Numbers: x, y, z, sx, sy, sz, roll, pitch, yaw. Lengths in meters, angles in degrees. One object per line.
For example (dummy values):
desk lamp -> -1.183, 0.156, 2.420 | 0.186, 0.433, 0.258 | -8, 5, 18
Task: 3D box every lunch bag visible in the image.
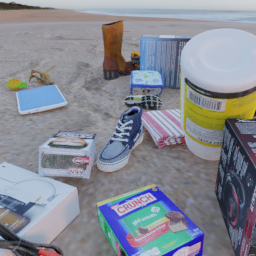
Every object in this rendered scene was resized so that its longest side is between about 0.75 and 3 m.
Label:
lunch bag -> 0.733, -1.809, 11.364 | 1.292, 0.968, 1.520 | 0, 16, -1

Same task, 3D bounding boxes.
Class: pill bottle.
pill bottle -> 1.952, -0.540, 6.168 | 1.612, 2.821, 1.612 | -5, 54, 7

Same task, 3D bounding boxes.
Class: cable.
cable -> -1.348, 1.622, 3.792 | 0.408, 1.622, 0.788 | -33, 13, 24

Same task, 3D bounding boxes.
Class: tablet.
tablet -> -3.375, -1.141, 10.746 | 1.659, 0.174, 2.550 | -14, 27, -18

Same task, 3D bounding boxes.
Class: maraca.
maraca -> -4.792, -1.876, 12.070 | 0.892, 0.477, 0.611 | 7, 42, 8

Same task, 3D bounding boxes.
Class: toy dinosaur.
toy dinosaur -> -3.965, -2.417, 13.218 | 1.262, 0.718, 2.377 | 9, 29, -26

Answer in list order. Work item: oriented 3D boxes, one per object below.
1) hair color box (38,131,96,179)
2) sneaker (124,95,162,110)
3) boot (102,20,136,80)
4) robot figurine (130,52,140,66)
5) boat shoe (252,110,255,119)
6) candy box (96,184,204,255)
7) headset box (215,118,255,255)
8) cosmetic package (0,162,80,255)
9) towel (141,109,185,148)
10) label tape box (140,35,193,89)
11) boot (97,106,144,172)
hair color box -> -1.237, 0.516, 6.172 | 0.963, 0.590, 1.945 | 4, 8, -4
sneaker -> 0.588, -1.028, 10.238 | 1.420, 0.547, 0.603 | 8, 22, 16
boot -> -0.440, -3.943, 13.894 | 0.902, 2.635, 2.481 | 21, 33, 37
robot figurine -> 1.170, -3.658, 15.379 | 2.155, 0.865, 2.972 | -5, 25, -10
boat shoe -> 3.665, -0.674, 8.749 | 2.762, 1.020, 0.833 | 17, 33, 8
candy box -> 0.308, 1.635, 4.566 | 1.203, 0.548, 1.423 | -14, 28, -25
headset box -> 2.099, 1.059, 4.423 | 0.860, 1.704, 2.293 | 2, 24, 5
cosmetic package -> -2.327, 1.610, 4.530 | 1.916, 0.657, 2.542 | 10, 27, 26
towel -> 1.715, -0.090, 8.504 | 2.556, 0.382, 1.870 | -5, 26, -17
label tape box -> 2.036, -2.848, 12.169 | 2.994, 2.159, 0.948 | 5, 24, 8
boot -> -0.181, 0.196, 7.122 | 0.771, 0.958, 2.120 | 9, 27, 19
